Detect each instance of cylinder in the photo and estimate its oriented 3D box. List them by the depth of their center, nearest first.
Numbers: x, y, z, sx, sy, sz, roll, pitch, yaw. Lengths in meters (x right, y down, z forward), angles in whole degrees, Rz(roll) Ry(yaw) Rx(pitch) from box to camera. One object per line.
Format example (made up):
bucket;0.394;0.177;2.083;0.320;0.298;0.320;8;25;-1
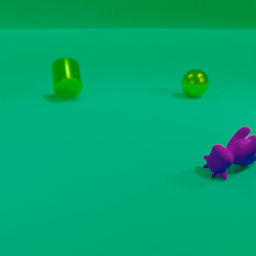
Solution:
cylinder;-2.302;-1.884;10.521;1.084;1.084;1.084;-6;60;-14

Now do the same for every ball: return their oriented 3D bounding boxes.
ball;2.588;-1.728;10.820;1.068;1.068;1.068;0;21;0

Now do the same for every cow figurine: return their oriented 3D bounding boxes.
cow figurine;2.139;0.551;5.618;1.206;1.187;0.662;28;19;-49
